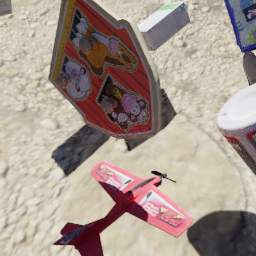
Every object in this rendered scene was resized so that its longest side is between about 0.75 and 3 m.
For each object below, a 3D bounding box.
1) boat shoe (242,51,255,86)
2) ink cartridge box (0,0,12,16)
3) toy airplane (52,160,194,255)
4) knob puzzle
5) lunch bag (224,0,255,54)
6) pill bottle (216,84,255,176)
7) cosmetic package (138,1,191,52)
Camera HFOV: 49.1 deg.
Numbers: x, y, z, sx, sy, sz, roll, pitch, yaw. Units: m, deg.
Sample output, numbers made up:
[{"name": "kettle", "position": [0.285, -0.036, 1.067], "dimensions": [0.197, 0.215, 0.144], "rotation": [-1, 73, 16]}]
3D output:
[{"name": "boat shoe", "position": [2.691, -1.172, 6.122], "dimensions": [0.366, 0.316, 1.006], "rotation": [-12, 81, -2]}, {"name": "ink cartridge box", "position": [-3.443, -3.422, 7.339], "dimensions": [0.634, 0.878, 0.372], "rotation": [-26, 64, -31]}, {"name": "toy airplane", "position": [-0.140, 1.428, 4.843], "dimensions": [2.450, 0.451, 2.450], "rotation": [-6, 29, 4]}, {"name": "knob puzzle", "position": [-0.453, -0.724, 4.645], "dimensions": [2.718, 2.718, 0.377], "rotation": [34, 47, 21]}, {"name": "lunch bag", "position": [3.140, -2.608, 6.189], "dimensions": [1.727, 1.101, 1.468], "rotation": [-17, 86, 9]}, {"name": "pill bottle", "position": [2.649, 0.363, 4.875], "dimensions": [2.173, 1.237, 1.237], "rotation": [47, 60, -17]}, {"name": "cosmetic package", "position": [0.976, -3.018, 8.376], "dimensions": [1.634, 0.693, 0.879], "rotation": [-42, 34, -19]}]
